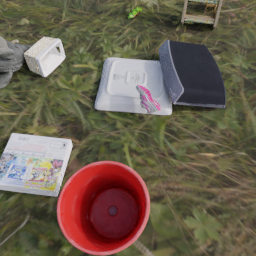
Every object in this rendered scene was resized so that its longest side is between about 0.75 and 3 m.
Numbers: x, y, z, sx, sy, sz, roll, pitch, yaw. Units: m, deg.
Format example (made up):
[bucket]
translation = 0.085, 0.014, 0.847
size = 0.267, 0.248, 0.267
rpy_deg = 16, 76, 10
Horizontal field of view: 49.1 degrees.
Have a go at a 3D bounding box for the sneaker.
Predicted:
[sneaker]
translation = 0.505, -0.820, 8.296
size = 1.010, 0.446, 0.411
rpy_deg = 56, 27, 9

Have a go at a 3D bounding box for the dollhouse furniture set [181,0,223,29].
[dollhouse furniture set]
translation = 2.650, -5.125, 11.875
size = 2.327, 1.294, 2.058
rpy_deg = 11, 29, 9

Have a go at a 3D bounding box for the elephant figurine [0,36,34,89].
[elephant figurine]
translation = -4.410, -2.362, 9.249
size = 2.832, 2.004, 2.197
rpy_deg = 11, 81, -11

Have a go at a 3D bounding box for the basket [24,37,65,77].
[basket]
translation = -2.934, -2.542, 9.862
size = 0.769, 0.845, 1.246
rpy_deg = 21, 56, 18

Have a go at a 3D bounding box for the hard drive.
[hard drive]
translation = 2.115, -1.898, 9.288
size = 1.921, 0.603, 2.849
rpy_deg = 4, 50, -11

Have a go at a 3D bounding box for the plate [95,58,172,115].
[plate]
translation = 0.260, -1.557, 9.397
size = 2.475, 0.400, 2.469
rpy_deg = 5, 54, 4

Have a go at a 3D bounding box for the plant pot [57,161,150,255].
[plant pot]
translation = -0.394, 1.697, 5.862
size = 1.753, 1.551, 1.753
rpy_deg = -2, 68, 6

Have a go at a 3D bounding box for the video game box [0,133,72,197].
[video game box]
translation = -2.530, 0.951, 7.513
size = 1.744, 0.408, 1.589
rpy_deg = 6, 51, 5

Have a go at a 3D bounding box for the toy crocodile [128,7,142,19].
[toy crocodile]
translation = 0.287, -4.932, 12.033
size = 0.282, 0.258, 0.835
rpy_deg = -6, 40, 50
